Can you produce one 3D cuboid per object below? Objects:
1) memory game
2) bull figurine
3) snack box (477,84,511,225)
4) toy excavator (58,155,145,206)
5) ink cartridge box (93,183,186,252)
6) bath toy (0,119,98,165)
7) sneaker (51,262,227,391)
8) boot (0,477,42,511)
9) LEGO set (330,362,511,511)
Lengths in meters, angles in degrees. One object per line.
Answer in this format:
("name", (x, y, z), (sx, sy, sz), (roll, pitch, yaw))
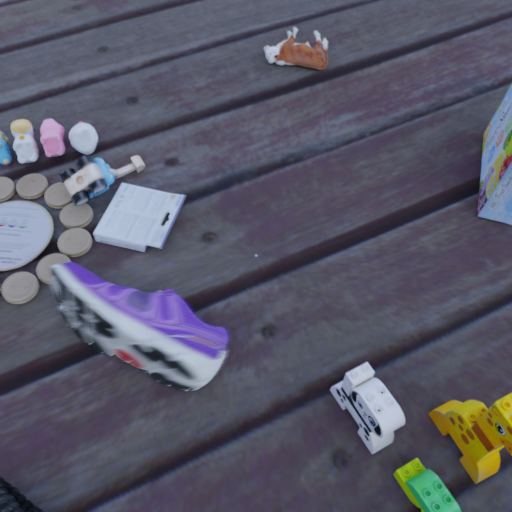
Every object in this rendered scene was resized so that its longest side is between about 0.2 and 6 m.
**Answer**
("memory game", (-4.539, -0.366, 10.363), (3.087, 0.197, 3.087), (0, 55, -1))
("bull figurine", (0.978, -4.898, 13.330), (1.556, 0.507, 0.945), (14, 88, 1))
("snack box", (4.952, -2.145, 10.489), (0.821, 2.045, 2.425), (17, 55, 7))
("toy excavator", (-2.947, -1.567, 10.891), (1.301, 1.338, 0.668), (-32, 89, 13))
("ink cartridge box", (-2.155, -0.709, 10.540), (1.361, 0.276, 1.358), (12, 55, 11))
("bath toy", (-4.289, -2.414, 11.528), (2.022, 0.879, 0.747), (-8, 23, -8))
("sneaker", (-1.894, 0.977, 8.989), (3.118, 1.257, 1.301), (29, 47, 9))
("boot", (-3.019, 4.273, 6.464), (2.981, 1.122, 2.229), (36, 62, 23))
("LEGO set", (2.934, 2.860, 7.026), (1.732, 1.864, 4.541), (-24, 58, -17))
